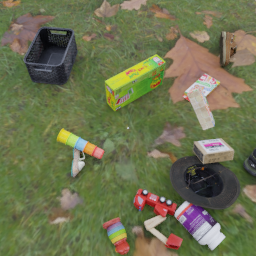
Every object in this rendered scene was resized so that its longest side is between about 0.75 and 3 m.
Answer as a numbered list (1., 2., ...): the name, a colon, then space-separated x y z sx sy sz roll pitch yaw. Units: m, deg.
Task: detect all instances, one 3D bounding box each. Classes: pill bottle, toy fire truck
1. pill bottle: 2.293 3.055 8.926 0.866 0.866 1.540 -35 63 -21
2. toy fire truck: 0.968 2.964 9.228 1.922 0.469 1.356 21 58 14

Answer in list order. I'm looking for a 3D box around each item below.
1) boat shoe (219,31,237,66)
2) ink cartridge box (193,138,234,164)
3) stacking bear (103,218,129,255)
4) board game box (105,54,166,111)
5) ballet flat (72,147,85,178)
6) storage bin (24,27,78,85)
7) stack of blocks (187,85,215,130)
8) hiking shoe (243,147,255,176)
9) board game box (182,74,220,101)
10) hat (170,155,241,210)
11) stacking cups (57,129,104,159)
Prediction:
1. boat shoe: 4.973 -3.950 13.751 0.805 0.852 2.368 9 56 7
2. ink cartridge box: 3.016 0.803 9.963 1.130 0.424 0.931 -7 27 -9
3. stacking bear: -0.316 3.462 8.860 0.605 0.646 1.064 -21 66 -14
4. board game box: 0.333 -1.948 12.056 2.695 1.369 0.642 -31 61 -20
5. ballet flat: -1.839 1.214 10.420 0.453 0.458 1.346 -3 54 -2
6. storage bin: -3.544 -3.424 13.180 1.760 1.221 2.604 6 55 4
7. stack of blocks: 2.586 -0.722 9.824 0.409 1.395 0.803 -22 10 25
8. hiking shoe: 5.523 0.604 10.260 2.851 1.435 1.080 -37 63 -22
9. board game box: 3.298 -1.742 12.624 0.843 0.265 1.766 38 66 24
10. hat: 2.529 2.018 9.602 2.350 0.948 2.350 0 40 0
11. stacking cups: -1.730 0.599 10.443 1.776 0.537 0.537 23 58 3
